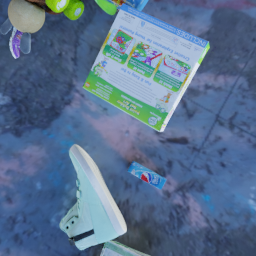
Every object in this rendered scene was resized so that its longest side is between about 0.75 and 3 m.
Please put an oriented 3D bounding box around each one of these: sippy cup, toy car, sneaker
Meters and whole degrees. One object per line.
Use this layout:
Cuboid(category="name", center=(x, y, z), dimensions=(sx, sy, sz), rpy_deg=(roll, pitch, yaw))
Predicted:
Cuboid(category="sippy cup", center=(-0.073, -4.297, 8.635), dimensions=(1.485, 1.591, 2.026), rpy_deg=(34, 96, -6))
Cuboid(category="toy car", center=(-2.917, -3.539, 8.622), dimensions=(1.915, 1.839, 2.331), rpy_deg=(42, 107, 8))
Cuboid(category="sneaker", center=(-3.416, -2.803, 8.886), dimensions=(0.509, 0.492, 1.220), rpy_deg=(9, 81, -4))
Cuboid(category="sneaker", center=(-1.407, 1.970, 7.868), dimensions=(1.680, 1.048, 2.848), rpy_deg=(-28, 79, 1))

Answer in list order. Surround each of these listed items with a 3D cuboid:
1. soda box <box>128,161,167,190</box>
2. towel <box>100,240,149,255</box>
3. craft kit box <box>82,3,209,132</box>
Cuboid(category="soda box", center=(0.549, 1.394, 8.277), dimensions=(1.116, 0.379, 0.358), rpy_deg=(28, 82, 4))
Cuboid(category="towel", center=(-0.210, 4.526, 6.994), dimensions=(2.144, 0.441, 2.873), rpy_deg=(9, 62, 29))
Cuboid(category="craft kit box", center=(0.438, -1.709, 8.009), dimensions=(2.736, 0.664, 2.703), rpy_deg=(31, 98, 15))
